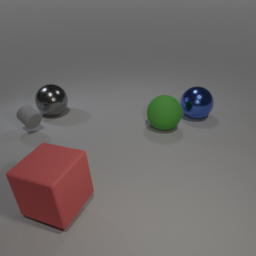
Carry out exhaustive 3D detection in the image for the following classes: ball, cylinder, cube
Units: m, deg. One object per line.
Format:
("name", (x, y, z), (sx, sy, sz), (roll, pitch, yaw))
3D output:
("ball", (1.455, -0.615, 11.166), (1.400, 1.400, 1.400), (0, 29, 0))
("cylinder", (-3.870, -0.439, 10.969), (0.700, 0.700, 0.700), (37, 43, 26))
("ball", (2.969, -1.091, 12.083), (1.400, 1.400, 1.400), (0, 29, 0))
("ball", (-3.368, -1.229, 12.358), (1.400, 1.400, 1.400), (0, 29, 0))
("cube", (-1.888, 1.398, 7.086), (1.400, 1.400, 1.400), (9, 33, 23))
